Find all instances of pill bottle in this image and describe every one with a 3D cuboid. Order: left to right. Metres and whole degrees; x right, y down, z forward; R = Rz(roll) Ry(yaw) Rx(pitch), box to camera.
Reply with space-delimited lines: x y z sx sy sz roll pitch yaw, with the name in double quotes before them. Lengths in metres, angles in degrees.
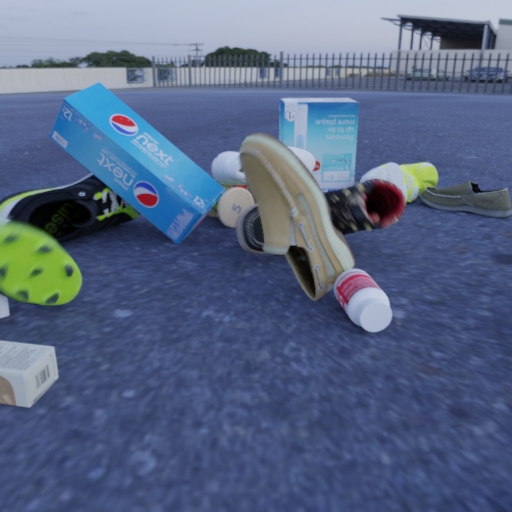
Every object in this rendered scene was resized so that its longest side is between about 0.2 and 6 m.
"pill bottle" 1.520 0.638 7.943 0.594 0.594 1.058 -3 21 -8

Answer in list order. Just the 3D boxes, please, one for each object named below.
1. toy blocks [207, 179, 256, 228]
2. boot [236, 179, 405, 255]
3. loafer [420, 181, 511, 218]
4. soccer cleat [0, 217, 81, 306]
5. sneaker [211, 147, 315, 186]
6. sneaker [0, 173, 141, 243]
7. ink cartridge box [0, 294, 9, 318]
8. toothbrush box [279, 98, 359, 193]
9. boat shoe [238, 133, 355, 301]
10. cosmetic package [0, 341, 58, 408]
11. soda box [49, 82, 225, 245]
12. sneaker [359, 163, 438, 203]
"toy blocks" -0.545 -1.492 13.147 2.071 0.902 2.485 -11 23 -28
"boot" 1.185 -0.711 10.069 2.734 1.000 2.058 -8 -2 -43
"loafer" 4.956 -1.443 13.232 2.119 0.738 0.797 13 24 30
"soccer cleat" -3.797 -0.219 7.672 3.055 1.031 1.238 33 -2 -40
"sneaker" 0.347 -1.896 12.381 2.541 0.894 1.018 -11 17 -29
"sneaker" -3.291 -0.872 11.154 3.655 1.311 1.514 -25 30 -30
"ink cartridge box" -4.167 0.700 7.971 1.017 0.429 0.743 -17 29 -42
"toothbrush box" 1.477 -2.576 13.788 1.807 2.468 1.053 0 21 -2
"boat shoe" 0.484 -0.431 8.017 1.042 2.737 0.981 -48 28 -20
"cosmetic package" -2.994 1.306 6.386 1.240 0.441 0.652 5 21 12
"soda box" -2.303 -1.808 10.966 3.287 1.055 1.115 41 40 -3
"sneaker" 3.233 -1.765 14.013 2.788 1.056 1.465 -9 9 -39
